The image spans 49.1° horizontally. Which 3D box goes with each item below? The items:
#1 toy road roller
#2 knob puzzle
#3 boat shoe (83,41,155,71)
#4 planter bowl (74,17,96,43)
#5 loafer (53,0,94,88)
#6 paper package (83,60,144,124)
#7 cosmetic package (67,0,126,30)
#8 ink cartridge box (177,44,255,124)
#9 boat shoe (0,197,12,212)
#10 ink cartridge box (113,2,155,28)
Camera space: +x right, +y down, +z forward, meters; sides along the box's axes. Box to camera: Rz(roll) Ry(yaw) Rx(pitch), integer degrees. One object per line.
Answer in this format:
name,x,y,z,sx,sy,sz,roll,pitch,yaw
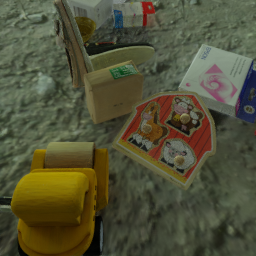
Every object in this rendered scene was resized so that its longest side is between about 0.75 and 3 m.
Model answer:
toy road roller,-1.407,1.323,6.108,1.821,2.164,2.964,0,54,0
knob puzzle,1.235,-0.030,7.727,2.928,0.406,2.928,-1,67,3
boat shoe,-0.572,-2.573,9.587,2.929,1.072,0.918,-11,66,-3
planter bowl,-1.849,-3.651,10.718,1.311,0.546,1.311,0,55,0
loafer,-1.618,-2.258,7.876,0.811,2.580,0.927,-21,36,-2
paper package,-0.423,-1.034,8.232,1.573,1.499,0.814,-19,56,-15
cosmetic package,-1.207,-5.469,11.734,1.456,1.023,2.871,24,57,16
ink cartridge box,3.224,-1.570,9.234,2.522,0.546,2.476,21,56,16
boat shoe,-3.302,1.828,6.861,1.115,0.421,0.336,8,55,-9
ink cartridge box,0.230,-4.639,11.430,1.634,0.549,0.949,-5,54,-4
